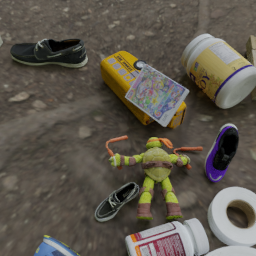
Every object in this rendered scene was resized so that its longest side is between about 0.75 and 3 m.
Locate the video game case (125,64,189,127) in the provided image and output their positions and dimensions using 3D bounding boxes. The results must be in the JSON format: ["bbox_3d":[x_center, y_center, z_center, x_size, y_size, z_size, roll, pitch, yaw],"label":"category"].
[{"bbox_3d":[0.734,-0.911,7.586,1.565,0.141,1.121,40,103,31],"label":"video game case"}]

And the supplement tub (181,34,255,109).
[{"bbox_3d":[2.827,-1.820,8.825,1.534,1.534,2.110,-26,59,-17],"label":"supplement tub"}]

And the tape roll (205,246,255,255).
[{"bbox_3d":[2.246,3.730,5.416,2.619,0.916,2.619,0,55,0],"label":"tape roll"}]

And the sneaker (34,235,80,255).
[{"bbox_3d":[-1.149,3.188,5.909,2.165,0.800,0.890,25,63,23],"label":"sneaker"}]

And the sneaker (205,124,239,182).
[{"bbox_3d":[2.379,0.714,7.105,0.558,1.605,0.798,15,15,5],"label":"sneaker"}]

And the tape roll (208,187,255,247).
[{"bbox_3d":[2.654,2.147,6.759,1.371,0.479,1.371,0,55,0],"label":"tape roll"}]

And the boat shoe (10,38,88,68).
[{"bbox_3d":[-2.832,-2.788,9.870,2.750,0.930,0.988,4,57,4],"label":"boat shoe"}]

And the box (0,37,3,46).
[{"bbox_3d":[-5.704,-3.364,10.428,1.786,0.611,0.734,14,57,10],"label":"box"}]

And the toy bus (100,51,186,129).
[{"bbox_3d":[0.428,-1.148,8.694,1.173,0.975,2.997,-30,61,-19],"label":"toy bus"}]

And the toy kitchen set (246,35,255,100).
[{"bbox_3d":[5.183,-2.381,8.750,2.044,2.260,2.505,6,60,3],"label":"toy kitchen set"}]

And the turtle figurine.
[{"bbox_3d":[0.853,1.125,7.133,2.789,0.898,2.249,5,63,-16],"label":"turtle figurine"}]

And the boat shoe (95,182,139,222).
[{"bbox_3d":[-0.311,1.788,6.922,1.312,0.418,0.464,-39,62,-7],"label":"boat shoe"}]

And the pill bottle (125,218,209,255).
[{"bbox_3d":[0.848,2.614,6.168,1.673,0.917,0.917,-14,57,-10],"label":"pill bottle"}]
